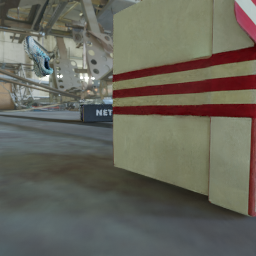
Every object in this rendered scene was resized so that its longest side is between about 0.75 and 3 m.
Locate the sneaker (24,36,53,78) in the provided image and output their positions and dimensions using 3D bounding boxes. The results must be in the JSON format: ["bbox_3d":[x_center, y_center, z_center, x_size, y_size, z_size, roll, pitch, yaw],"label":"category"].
[{"bbox_3d":[-3.123,-2.561,9.969,0.648,1.501,0.582,-8,28,23],"label":"sneaker"}]

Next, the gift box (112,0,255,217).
[{"bbox_3d":[0.812,-0.419,2.171,1.608,1.742,1.627,-9,10,-35],"label":"gift box"}]

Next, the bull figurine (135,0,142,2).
[{"bbox_3d":[0.528,-3.653,7.781,0.653,1.076,0.350,-5,-22,9],"label":"bull figurine"}]

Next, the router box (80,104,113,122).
[{"bbox_3d":[-0.671,-0.699,12.486,2.836,0.741,2.229,-1,4,-13],"label":"router box"}]
